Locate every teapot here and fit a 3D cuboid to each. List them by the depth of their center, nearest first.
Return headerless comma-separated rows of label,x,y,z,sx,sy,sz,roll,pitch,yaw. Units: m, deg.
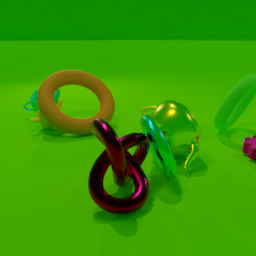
teapot,0.886,0.131,5.786,0.974,1.237,1.989,-29,48,-11
teapot,-2.564,-0.914,8.567,1.405,0.688,0.874,-28,44,5

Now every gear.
gear,3.118,0.475,5.894,1.301,0.241,1.301,2,18,-1

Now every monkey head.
monkey head,-2.059,-0.292,7.509,0.751,0.629,1.044,26,53,37

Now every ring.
ring,0.539,0.326,5.025,0.244,1.221,1.221,-25,21,-1
ring,2.742,-0.627,7.073,0.321,1.605,1.605,40,37,26
ring,-1.353,-0.730,7.517,2.083,0.417,2.083,11,54,-15

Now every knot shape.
knot shape,-0.067,0.533,4.488,0.682,1.475,1.381,-16,-5,27
